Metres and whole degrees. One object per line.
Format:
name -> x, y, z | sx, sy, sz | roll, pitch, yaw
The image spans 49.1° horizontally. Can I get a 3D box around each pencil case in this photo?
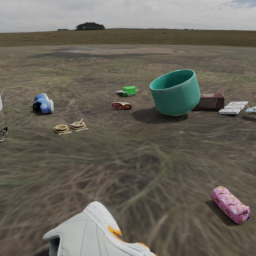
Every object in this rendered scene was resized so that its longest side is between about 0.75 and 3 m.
pencil case -> 2.294, 1.706, 6.312 | 0.421, 0.403, 0.974 | 3, 18, -21

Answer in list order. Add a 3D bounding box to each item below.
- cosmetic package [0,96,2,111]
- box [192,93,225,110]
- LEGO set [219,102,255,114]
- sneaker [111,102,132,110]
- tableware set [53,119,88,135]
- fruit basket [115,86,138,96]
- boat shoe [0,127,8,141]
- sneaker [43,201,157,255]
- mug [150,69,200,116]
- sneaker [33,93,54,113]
cosmetic package -> -6.919, -1.092, 13.004 | 1.776, 0.753, 0.955 | -4, 23, -8
box -> 3.743, -1.295, 13.591 | 1.693, 0.635, 0.848 | -2, 20, 11
LEGO set -> 5.825, -0.793, 12.888 | 2.655, 0.652, 1.983 | 2, 18, 37
sneaker -> -0.319, -1.060, 13.551 | 0.977, 0.380, 0.401 | 6, 16, -11
tableware set -> -2.290, -0.083, 11.101 | 1.274, 0.255, 0.842 | -12, 24, -28
fruit basket -> -0.041, -2.119, 16.216 | 1.031, 0.522, 1.113 | -12, 9, -28
boat shoe -> -4.561, 0.197, 10.134 | 0.322, 0.285, 0.879 | 20, 19, -17
sneaker -> -0.386, 2.272, 4.230 | 1.340, 1.103, 2.914 | -21, 21, -27
mug -> 2.308, -1.591, 12.613 | 2.499, 1.545, 2.053 | -35, 28, -28
sneaker -> -4.169, -1.177, 13.293 | 0.822, 0.724, 1.844 | -10, 24, -31
